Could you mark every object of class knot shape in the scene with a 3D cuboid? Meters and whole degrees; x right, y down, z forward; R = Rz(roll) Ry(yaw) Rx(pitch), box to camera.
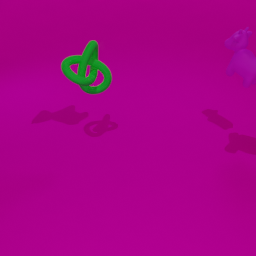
[{"bbox_3d":[-0.902,-1.341,6.745,0.590,1.195,1.277,5,50,43],"label":"knot shape"}]

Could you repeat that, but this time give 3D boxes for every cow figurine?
[{"bbox_3d":[2.875,-1.746,6.871,0.663,1.188,1.208,-25,56,-27],"label":"cow figurine"}]
